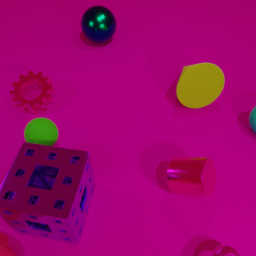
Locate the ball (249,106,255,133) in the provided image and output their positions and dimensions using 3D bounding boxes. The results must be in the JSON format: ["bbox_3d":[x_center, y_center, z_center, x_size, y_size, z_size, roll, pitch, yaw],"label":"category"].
[{"bbox_3d":[3.564,-0.214,7.068,0.926,0.926,0.926,0,51,0],"label":"ball"}]

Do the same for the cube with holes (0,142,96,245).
[{"bbox_3d":[-1.526,1.306,5.577,1.358,1.358,1.358,8,51,6],"label":"cube with holes"}]

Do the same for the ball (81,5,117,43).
[{"bbox_3d":[-1.003,-3.550,9.618,1.232,1.232,1.232,0,51,0],"label":"ball"}]

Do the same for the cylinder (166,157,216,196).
[{"bbox_3d":[1.351,1.013,5.949,0.800,0.800,0.800,-4,43,36],"label":"cylinder"}]

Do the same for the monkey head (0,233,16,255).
[{"bbox_3d":[-2.551,2.325,4.505,1.426,1.982,1.195,40,80,-15],"label":"monkey head"}]

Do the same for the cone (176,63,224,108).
[{"bbox_3d":[1.836,-1.485,8.056,1.343,1.343,1.348,-8,36,-6],"label":"cone"}]

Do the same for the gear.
[{"bbox_3d":[-2.676,-1.018,7.849,1.201,0.222,1.201,-1,70,4],"label":"gear"}]

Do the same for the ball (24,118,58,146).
[{"bbox_3d":[-1.959,0.135,6.343,0.734,0.734,0.734,0,51,0],"label":"ball"}]

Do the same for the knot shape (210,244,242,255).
[{"bbox_3d":[1.606,2.727,4.722,1.390,0.642,1.301,-1,37,-16],"label":"knot shape"}]
